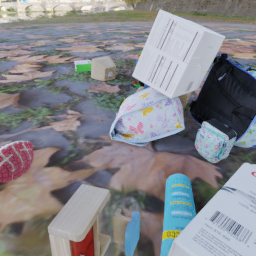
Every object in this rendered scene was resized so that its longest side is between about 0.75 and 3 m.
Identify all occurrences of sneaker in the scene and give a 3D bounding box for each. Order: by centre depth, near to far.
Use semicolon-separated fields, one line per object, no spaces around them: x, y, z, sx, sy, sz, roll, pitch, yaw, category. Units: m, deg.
-3.383;0.900;6.743;0.893;0.965;2.393;18;31;37;sneaker

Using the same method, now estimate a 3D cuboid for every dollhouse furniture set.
-0.171;1.995;3.271;1.399;1.985;1.391;8;27;17;dollhouse furniture set

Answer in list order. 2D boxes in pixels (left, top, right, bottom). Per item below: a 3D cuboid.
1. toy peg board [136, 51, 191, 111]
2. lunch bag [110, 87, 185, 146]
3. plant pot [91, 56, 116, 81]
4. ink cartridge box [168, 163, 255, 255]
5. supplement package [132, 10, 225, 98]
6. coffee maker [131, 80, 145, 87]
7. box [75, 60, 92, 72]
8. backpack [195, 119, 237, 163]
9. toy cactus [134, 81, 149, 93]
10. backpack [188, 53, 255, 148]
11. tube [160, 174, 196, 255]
1.177;-1.907;10.912;1.365;2.792;2.780;-14;22;28;toy peg board
0.587;-0.402;8.886;2.203;1.400;1.868;-18;20;16;lunch bag
-1.227;-3.086;14.968;1.102;1.103;0.977;-20;42;-36;plant pot
2.064;1.866;4.313;1.912;1.083;2.608;30;38;32;ink cartridge box
1.489;-2.034;7.892;1.299;1.825;2.343;34;27;20;supplement package
0.930;-2.800;13.807;1.407;1.465;0.986;-20;31;-35;coffee maker
-2.683;-3.747;16.929;0.986;0.477;0.870;-6;28;-11;box
2.324;0.412;7.634;0.800;1.063;0.943;-24;46;-31;backpack
0.831;-1.898;12.945;1.580;0.808;1.304;24;43;25;toy cactus
3.427;-0.649;8.459;1.843;2.295;2.508;13;26;-25;backpack
1.030;1.802;5.481;0.837;0.545;2.161;0;31;7;tube
